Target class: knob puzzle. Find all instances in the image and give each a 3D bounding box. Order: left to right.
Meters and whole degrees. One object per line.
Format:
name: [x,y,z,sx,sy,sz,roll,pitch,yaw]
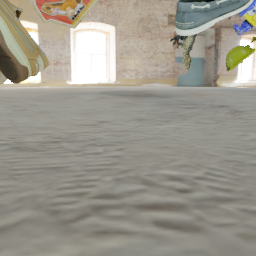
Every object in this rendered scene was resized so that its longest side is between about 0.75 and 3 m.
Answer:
knob puzzle: [-1.664,-3.884,7.996,2.836,0.393,2.836,-30,-13,-8]

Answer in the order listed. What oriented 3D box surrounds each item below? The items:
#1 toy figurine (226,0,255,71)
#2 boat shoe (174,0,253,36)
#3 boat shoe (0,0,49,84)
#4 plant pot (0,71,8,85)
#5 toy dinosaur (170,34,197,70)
toy figurine: [3.276,-2.904,7.321,2.596,1.555,1.369,-36,18,37]
boat shoe: [1.837,-2.664,5.741,2.190,0.677,0.798,-34,42,-16]
boat shoe: [-2.546,-2.173,5.475,0.954,2.663,1.014,-18,17,48]
plant pot: [-4.145,-1.870,8.250,0.975,0.975,1.041,-11,37,-46]
toy dinosaur: [2.251,-3.562,10.232,0.691,2.913,1.284,30,33,27]
